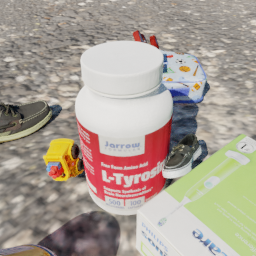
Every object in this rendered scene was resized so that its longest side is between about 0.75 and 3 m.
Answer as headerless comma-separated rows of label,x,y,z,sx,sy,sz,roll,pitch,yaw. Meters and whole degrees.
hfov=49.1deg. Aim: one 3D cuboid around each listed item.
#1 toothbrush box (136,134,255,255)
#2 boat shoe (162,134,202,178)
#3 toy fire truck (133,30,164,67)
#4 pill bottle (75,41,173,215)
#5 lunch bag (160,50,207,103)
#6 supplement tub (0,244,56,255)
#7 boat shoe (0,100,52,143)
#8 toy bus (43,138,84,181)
toothbrush box,1.685,1.458,4.260,2.595,1.117,1.890,-27,47,-31
boat shoe,0.881,0.437,4.648,0.446,0.368,1.300,-9,11,31
toy fire truck,0.435,-1.794,6.958,0.648,1.156,0.970,-15,8,19
pill bottle,-0.050,0.066,4.713,1.533,2.730,1.533,-1,38,1
lunch bag,0.907,-1.456,8.161,2.520,0.952,2.019,-1,41,-2
supplement tub,-1.418,1.935,3.040,1.157,1.599,1.157,-2,72,6
boat shoe,-2.986,-0.177,6.589,2.489,0.818,0.889,-27,47,-28
toy bus,-1.182,0.687,5.022,0.526,0.775,0.744,-3,33,16
